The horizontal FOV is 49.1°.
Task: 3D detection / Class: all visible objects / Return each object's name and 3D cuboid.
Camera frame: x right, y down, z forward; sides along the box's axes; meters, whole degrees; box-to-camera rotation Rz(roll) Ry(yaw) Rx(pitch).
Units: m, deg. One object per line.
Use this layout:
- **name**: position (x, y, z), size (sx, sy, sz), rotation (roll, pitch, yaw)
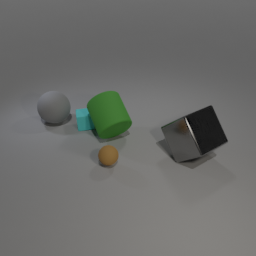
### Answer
- **cylinder**: position (-0.736, -0.506, 11.003), size (1.400, 1.400, 1.400), rotation (-16, 69, -24)
- **cube**: position (2.283, 0.224, 9.745), size (1.400, 1.400, 1.400), rotation (-21, -4, -31)
- **cube**: position (-1.823, -0.370, 11.908), size (0.700, 0.700, 0.700), rotation (-8, 33, -9)
- **ball**: position (-0.672, 0.938, 9.603), size (0.700, 0.700, 0.700), rotation (0, 31, 0)
- **ball**: position (-3.191, -0.891, 12.087), size (1.400, 1.400, 1.400), rotation (0, 31, 0)
